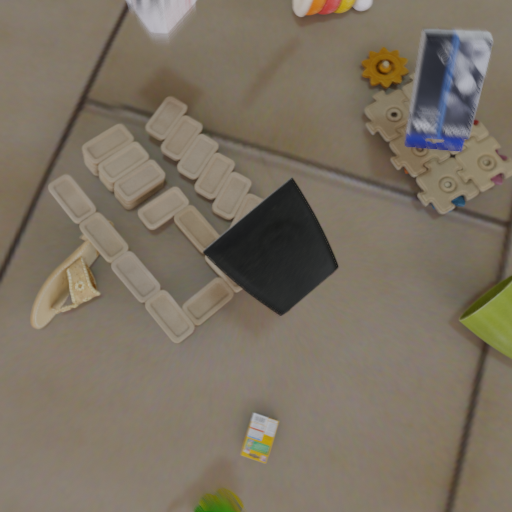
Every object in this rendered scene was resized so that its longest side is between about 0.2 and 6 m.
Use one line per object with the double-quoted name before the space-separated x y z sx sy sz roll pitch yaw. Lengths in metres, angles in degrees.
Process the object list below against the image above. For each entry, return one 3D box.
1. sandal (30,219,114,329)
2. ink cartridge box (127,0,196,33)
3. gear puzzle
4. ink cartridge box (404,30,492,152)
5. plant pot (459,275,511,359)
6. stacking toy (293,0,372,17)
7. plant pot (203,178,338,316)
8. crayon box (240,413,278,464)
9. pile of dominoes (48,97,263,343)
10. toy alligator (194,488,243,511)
"sandal" -2.969 0.387 9.701 0.738 0.823 2.245 24 71 13
"ink cartridge box" -1.462 -3.899 7.933 0.489 1.160 0.839 28 76 44
"gear puzzle" 3.112 -2.516 10.743 1.890 0.478 3.649 -30 74 -6
"ink cartridge box" 2.808 -2.351 8.351 0.938 1.885 0.370 6 41 10
"plant pot" 4.296 1.172 9.284 1.219 1.219 1.303 -39 79 -10
"stacking toy" 1.610 -5.320 11.305 1.579 1.154 1.154 4 74 -16
"plant pot" 0.230 0.003 6.505 1.246 1.249 1.108 -40 90 -4
"crayon box" 0.057 3.019 9.302 0.447 0.183 0.710 18 75 5
"pile of dominoes" -1.524 -0.762 10.244 3.008 0.615 3.860 -38 83 -19
"toy alligator" -0.610 3.450 6.928 0.638 2.352 0.698 41 50 0
